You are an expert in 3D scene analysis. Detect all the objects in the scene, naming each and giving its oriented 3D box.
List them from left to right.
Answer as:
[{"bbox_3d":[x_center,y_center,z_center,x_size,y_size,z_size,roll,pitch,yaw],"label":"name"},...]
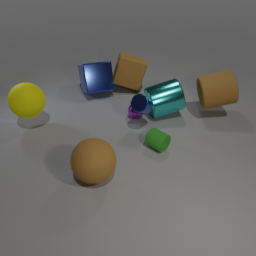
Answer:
[{"bbox_3d":[-3.982,-1.076,11.036,1.400,1.400,1.400,0,32,0],"label":"ball"},{"bbox_3d":[-1.049,0.996,8.545,1.400,1.400,1.400,0,32,0],"label":"ball"},{"bbox_3d":[-1.596,-2.526,13.930,1.400,1.400,1.400,-11,14,-18],"label":"cube"},{"bbox_3d":[0.067,-2.928,14.382,1.400,1.400,1.400,15,24,-10],"label":"cube"},{"bbox_3d":[0.342,-0.742,12.120,0.700,0.700,0.700,0,32,0],"label":"ball"},{"bbox_3d":[0.527,-0.905,10.749,0.700,0.700,0.700,13,-1,20],"label":"cylinder"},{"bbox_3d":[1.084,0.432,10.221,0.700,0.700,0.700,30,43,32],"label":"cylinder"},{"bbox_3d":[1.567,-1.263,12.062,1.400,1.400,1.400,-18,34,-3],"label":"cylinder"},{"bbox_3d":[3.736,-1.601,11.794,1.400,1.400,1.400,-11,32,6],"label":"cylinder"}]
